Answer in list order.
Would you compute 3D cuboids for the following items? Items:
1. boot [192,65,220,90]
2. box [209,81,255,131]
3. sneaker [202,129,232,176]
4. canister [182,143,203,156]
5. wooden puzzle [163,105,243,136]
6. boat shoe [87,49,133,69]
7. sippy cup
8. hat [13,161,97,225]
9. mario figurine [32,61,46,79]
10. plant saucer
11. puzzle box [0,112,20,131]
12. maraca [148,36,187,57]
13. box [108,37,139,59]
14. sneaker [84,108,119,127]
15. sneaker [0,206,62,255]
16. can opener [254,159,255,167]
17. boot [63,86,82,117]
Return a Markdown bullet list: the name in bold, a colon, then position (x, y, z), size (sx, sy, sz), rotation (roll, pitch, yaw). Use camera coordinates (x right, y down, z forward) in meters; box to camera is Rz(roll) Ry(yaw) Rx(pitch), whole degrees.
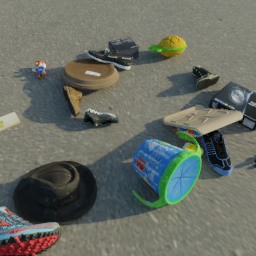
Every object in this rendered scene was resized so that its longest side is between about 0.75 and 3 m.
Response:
- **boot**: position (3.142, -2.233, 12.234), size (1.494, 0.539, 1.129), rotation (-21, 49, -34)
- **box**: position (4.514, -0.921, 11.095), size (2.015, 0.439, 1.614), rotation (35, 56, 29)
- **sneaker**: position (2.977, 0.674, 9.377), size (0.653, 0.726, 1.863), rotation (-9, 47, -9)
- **canister**: position (2.014, 0.981, 9.312), size (0.708, 0.413, 0.954), rotation (25, 50, 22)
- **wooden puzzle**: position (2.625, -0.240, 10.048), size (1.975, 0.494, 2.133), rotation (-19, 20, -23)
- **boat shoe**: position (-0.793, -3.283, 12.784), size (2.083, 0.628, 0.769), rotation (17, 30, -9)
- **sippy cup**: position (1.063, 1.153, 8.417), size (2.185, 1.716, 1.602), rotation (-22, 39, -36)
- **hat**: position (-2.191, 1.657, 8.265), size (2.507, 1.011, 2.507), rotation (0, 47, 0)
- **mario figurine**: position (-4.053, -2.726, 12.740), size (0.652, 0.560, 1.056), rotation (-13, 49, -12)
- **plant saucer**: position (-1.654, -2.462, 12.331), size (2.561, 0.377, 2.561), rotation (5, 38, -4)
- **puzzle box**: position (-4.655, -0.236, 10.664), size (0.929, 0.118, 0.618), rotation (-25, 52, -22)
- **maraca**: position (1.932, -3.937, 13.591), size (1.843, 0.986, 1.263), rotation (-10, 29, -8)
- **box**: position (-0.227, -3.842, 13.742), size (1.191, 0.620, 1.084), rotation (-17, 47, -15)
- **sneaker**: position (-1.035, -0.282, 10.509), size (1.390, 0.462, 0.629), rotation (14, 61, 5)
- **sneaker**: position (-3.176, 2.588, 7.302), size (2.843, 1.127, 1.358), rotation (-5, 45, -5)
- **can opener**: position (4.754, 1.016, 9.368), size (1.257, 0.494, 0.398), rotation (-24, 90, -17)
- **boot**: position (-2.108, -1.145, 11.214), size (0.693, 0.676, 1.836), rotation (-7, 44, -20)
